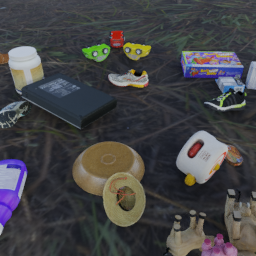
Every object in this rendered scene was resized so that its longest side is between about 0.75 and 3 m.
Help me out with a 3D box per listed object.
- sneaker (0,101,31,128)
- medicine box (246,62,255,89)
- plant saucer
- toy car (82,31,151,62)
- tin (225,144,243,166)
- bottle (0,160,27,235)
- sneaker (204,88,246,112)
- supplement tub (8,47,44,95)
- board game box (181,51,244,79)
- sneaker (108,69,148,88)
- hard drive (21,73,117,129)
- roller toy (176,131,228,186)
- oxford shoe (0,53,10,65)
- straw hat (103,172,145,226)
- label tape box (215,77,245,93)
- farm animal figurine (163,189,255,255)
[{"bbox_3d":[-3.831,-0.436,9.031,0.621,0.558,1.438,8,30,28],"label":"sneaker"},{"bbox_3d":[5.080,-1.944,10.557,1.003,0.913,0.516,10,39,12],"label":"medicine box"},{"bbox_3d":[-0.513,0.918,7.336,1.906,0.337,1.906,0,38,0],"label":"plant saucer"},{"bbox_3d":[-0.777,-3.591,12.903,2.796,0.663,2.971,-22,42,-26],"label":"toy car"},{"bbox_3d":[2.852,0.743,7.722,0.426,0.159,0.760,-2,38,-9],"label":"tin"},{"bbox_3d":[-2.831,1.527,6.325,0.772,0.604,1.849,-3,38,-4],"label":"bottle"},{"bbox_3d":[3.183,-0.962,9.174,1.747,0.724,0.627,-6,18,-31],"label":"sneaker"},{"bbox_3d":[-3.682,-2.078,10.226,1.098,1.521,1.098,0,38,0],"label":"supplement tub"},{"bbox_3d":[3.480,-2.695,11.852,2.284,0.511,1.536,1,38,2],"label":"board game box"},{"bbox_3d":[0.012,-2.002,10.853,1.567,0.644,0.610,3,38,5],"label":"sneaker"},{"bbox_3d":[-1.927,-1.004,9.305,2.618,0.430,1.827,26,38,24],"label":"hard drive"},{"bbox_3d":[1.834,0.739,6.861,0.878,1.146,1.256,37,42,28],"label":"roller toy"},{"bbox_3d":[-5.684,-3.135,12.410,0.552,0.551,1.547,28,44,33],"label":"oxford shoe"},{"bbox_3d":[0.016,1.584,6.309,1.172,1.172,0.496,32,5,34],"label":"straw hat"},{"bbox_3d":[3.892,-1.743,10.755,0.780,0.360,1.089,-1,39,-1],"label":"label tape box"},{"bbox_3d":[2.017,2.108,5.265,2.252,1.174,2.227,12,27,26],"label":"farm animal figurine"}]
